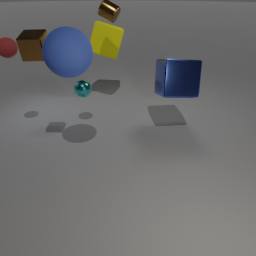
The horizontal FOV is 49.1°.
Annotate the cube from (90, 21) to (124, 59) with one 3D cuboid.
[{"bbox_3d":[-1.067,-4.334,13.738,1.400,1.400,1.400,14,21,-8],"label":"cube"}]

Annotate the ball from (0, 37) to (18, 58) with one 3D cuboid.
[{"bbox_3d":[-4.209,-2.790,9.732,0.700,0.700,0.700,0,28,0],"label":"ball"}]

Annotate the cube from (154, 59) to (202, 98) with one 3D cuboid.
[{"bbox_3d":[1.905,-1.956,10.927,1.400,1.400,1.400,0,14,-10],"label":"cube"}]

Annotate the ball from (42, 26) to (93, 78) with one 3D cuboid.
[{"bbox_3d":[-1.695,-2.129,7.911,1.400,1.400,1.400,0,28,0],"label":"ball"}]

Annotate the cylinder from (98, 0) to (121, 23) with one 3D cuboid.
[{"bbox_3d":[-0.766,-4.773,11.441,0.700,0.700,0.700,31,32,1],"label":"cylinder"}]

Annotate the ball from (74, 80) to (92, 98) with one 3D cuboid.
[{"bbox_3d":[-1.821,-1.582,11.300,0.700,0.700,0.700,0,28,0],"label":"ball"}]

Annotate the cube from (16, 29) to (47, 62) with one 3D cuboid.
[{"bbox_3d":[-2.761,-2.438,8.258,0.700,0.700,0.700,0,41,4],"label":"cube"}]
